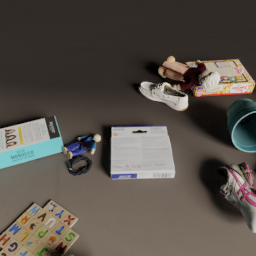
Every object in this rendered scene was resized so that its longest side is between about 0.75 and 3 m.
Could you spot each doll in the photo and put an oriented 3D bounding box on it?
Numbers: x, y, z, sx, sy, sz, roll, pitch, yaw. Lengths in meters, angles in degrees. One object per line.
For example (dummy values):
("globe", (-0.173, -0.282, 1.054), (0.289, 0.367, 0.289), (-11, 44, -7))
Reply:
("doll", (-1.481, 0.595, 9.523), (1.363, 0.330, 0.930), (-28, 49, -35))

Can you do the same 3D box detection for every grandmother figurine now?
("grandmother figurine", (2.484, -2.186, 11.474), (1.740, 0.869, 2.869), (-55, 41, -5))

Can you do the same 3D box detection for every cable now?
("cable", (-1.517, 1.215, 8.999), (0.797, 0.203, 0.651), (-13, 46, -14))

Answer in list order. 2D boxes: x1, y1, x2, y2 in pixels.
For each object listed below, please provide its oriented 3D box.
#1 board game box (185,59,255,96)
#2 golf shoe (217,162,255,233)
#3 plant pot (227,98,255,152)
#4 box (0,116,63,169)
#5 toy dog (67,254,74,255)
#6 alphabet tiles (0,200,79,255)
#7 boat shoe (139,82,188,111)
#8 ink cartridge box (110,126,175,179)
("board game box", (3.904, -2.227, 12.217), (2.499, 0.579, 1.893), (-4, 45, -4))
("golf shoe", (3.165, 1.951, 7.913), (1.032, 0.814, 2.242), (-9, 37, 10))
("plant pot", (4.136, -0.232, 9.636), (1.587, 1.587, 1.491), (0, 30, 0))
("box", (-3.692, 0.538, 9.295), (2.883, 0.709, 1.186), (-15, 45, -15))
("toy dog", (-1.093, 3.453, 6.407), (1.296, 0.624, 0.855), (12, 12, 38))
("alphabet tiles", (-2.383, 2.904, 7.364), (1.710, 0.065, 2.055), (26, 51, 23))
("boat shoe", (1.439, -1.499, 11.334), (2.248, 0.779, 0.796), (26, 52, 25))
("ink cartridge box", (0.422, 0.770, 9.294), (2.019, 0.411, 2.023), (-1, 45, -1))
